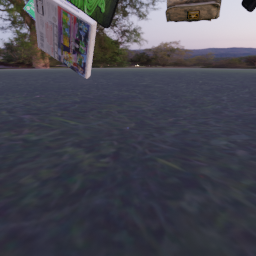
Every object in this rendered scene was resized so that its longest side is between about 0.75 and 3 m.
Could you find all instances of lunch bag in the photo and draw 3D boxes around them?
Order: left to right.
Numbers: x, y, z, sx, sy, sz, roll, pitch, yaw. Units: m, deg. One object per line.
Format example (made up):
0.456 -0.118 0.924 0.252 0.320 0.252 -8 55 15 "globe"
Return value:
1.752 -3.690 7.539 1.505 1.835 1.079 0 47 10 "lunch bag"

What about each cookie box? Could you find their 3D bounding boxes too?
-2.441 -4.265 9.488 0.648 1.723 1.474 44 10 8 "cookie box"

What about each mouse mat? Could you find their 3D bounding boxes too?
-0.470 -2.122 3.590 1.098 1.365 0.051 38 48 8 "mouse mat"

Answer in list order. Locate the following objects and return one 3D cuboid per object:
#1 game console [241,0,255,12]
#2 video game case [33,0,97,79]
3.987 -4.339 8.341 0.213 1.041 1.765 -23 -21 -29 "game console"
-1.809 -2.622 7.943 1.946 2.135 0.245 34 58 7 "video game case"
